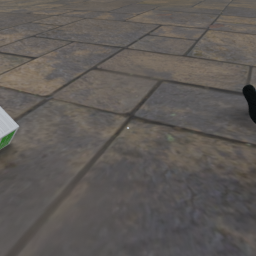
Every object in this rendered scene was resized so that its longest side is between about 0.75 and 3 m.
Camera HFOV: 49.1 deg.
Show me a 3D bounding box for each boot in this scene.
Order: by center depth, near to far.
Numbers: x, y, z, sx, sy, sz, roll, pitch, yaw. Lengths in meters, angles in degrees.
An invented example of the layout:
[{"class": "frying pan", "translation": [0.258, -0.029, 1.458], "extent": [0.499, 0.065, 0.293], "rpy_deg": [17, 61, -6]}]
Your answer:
[{"class": "boot", "translation": [4.150, -0.650, 8.875], "extent": [1.161, 0.528, 1.381], "rpy_deg": [16, 53, -50]}]

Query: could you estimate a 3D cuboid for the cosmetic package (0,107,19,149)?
[{"class": "cosmetic package", "translation": [-3.830, 0.375, 6.883], "extent": [0.832, 1.056, 1.962], "rpy_deg": [47, 45, -2]}]
